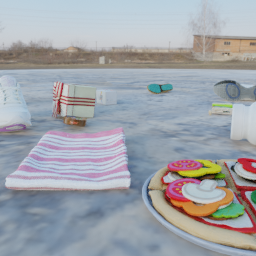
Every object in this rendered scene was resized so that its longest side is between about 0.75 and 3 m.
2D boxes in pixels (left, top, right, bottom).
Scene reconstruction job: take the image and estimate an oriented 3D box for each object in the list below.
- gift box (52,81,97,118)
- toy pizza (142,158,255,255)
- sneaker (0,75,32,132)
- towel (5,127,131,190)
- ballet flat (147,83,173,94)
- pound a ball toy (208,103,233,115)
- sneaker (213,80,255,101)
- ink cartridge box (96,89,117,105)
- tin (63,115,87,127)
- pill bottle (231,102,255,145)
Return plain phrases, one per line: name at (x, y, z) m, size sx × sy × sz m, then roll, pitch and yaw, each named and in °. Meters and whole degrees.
gift box at (-1.938, -0.912, 9.446) m, size 1.225 × 1.211 × 1.312 m, roll -1°, pitch 8°, yaw -41°
toy pizza at (1.502, 0.846, 3.977) m, size 2.601 × 0.412 × 2.601 m, roll 0°, pitch 14°, yaw 0°
sneaker at (-3.536, -0.740, 8.081) m, size 1.097 × 1.459 × 2.929 m, roll -4°, pitch 16°, yaw -31°
towel at (-0.967, 0.487, 5.443) m, size 1.939 × 0.396 × 2.650 m, roll -1°, pitch 14°, yaw -2°
ballet flat at (1.713, -2.144, 15.661) m, size 1.803 × 0.619 × 0.568 m, roll -6°, pitch -13°, yaw -31°
pound a ball toy at (3.274, -0.591, 9.919) m, size 0.837 × 0.356 × 0.546 m, roll 3°, pitch 40°, yaw 13°
sneaker at (5.326, -1.659, 13.190) m, size 2.604 × 0.970 × 1.134 m, roll 10°, pitch 5°, yaw 11°
ink cartridge box at (-0.933, -1.347, 12.192) m, size 0.585 × 0.582 × 0.805 m, roll -11°, pitch 18°, yaw -36°
tin at (-1.506, -0.205, 8.070) m, size 0.631 × 0.236 × 1.127 m, roll 5°, pitch 5°, yaw -6°
pill bottle at (3.316, -0.085, 6.365) m, size 1.801 × 1.048 × 1.048 m, roll 4°, pitch 15°, yaw 19°
